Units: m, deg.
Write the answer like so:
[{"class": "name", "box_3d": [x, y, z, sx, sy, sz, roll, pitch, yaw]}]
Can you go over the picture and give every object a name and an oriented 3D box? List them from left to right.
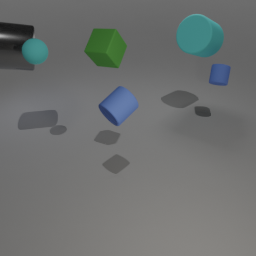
[{"class": "cylinder", "box_3d": [-3.652, -2.529, 8.719, 1.400, 1.400, 1.400, -1, 29, -20]}, {"class": "ball", "box_3d": [-2.594, -2.137, 7.832, 0.700, 0.700, 0.700, 0, 31, 0]}, {"class": "cube", "box_3d": [-0.553, -2.023, 7.122, 0.700, 0.700, 0.700, 12, 75, 28]}, {"class": "cylinder", "box_3d": [-0.227, -0.523, 6.721, 0.700, 0.700, 0.700, -45, 47, -15]}, {"class": "cylinder", "box_3d": [2.768, -3.482, 10.717, 1.400, 1.400, 1.400, 22, 18, 32]}, {"class": "cylinder", "box_3d": [3.511, -2.030, 10.729, 0.700, 0.700, 0.700, 10, 2, 0]}]
